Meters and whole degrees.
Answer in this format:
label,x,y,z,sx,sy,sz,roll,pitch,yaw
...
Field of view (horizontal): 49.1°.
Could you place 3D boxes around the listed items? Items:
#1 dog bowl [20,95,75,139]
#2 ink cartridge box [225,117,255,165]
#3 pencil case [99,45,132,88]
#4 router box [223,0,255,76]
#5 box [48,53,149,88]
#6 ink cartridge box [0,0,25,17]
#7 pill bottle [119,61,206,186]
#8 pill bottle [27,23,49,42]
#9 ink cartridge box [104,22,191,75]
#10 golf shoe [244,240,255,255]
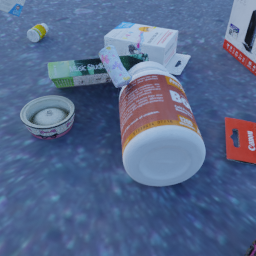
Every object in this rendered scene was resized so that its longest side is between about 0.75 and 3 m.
label,x,y,z,sx,sy,sz,roll,pitch,yaw
dog bowl,-1.955,-0.250,6.992,1.318,0.486,1.318,-1,41,0
ink cartridge box,3.766,0.198,6.267,2.924,0.736,1.593,9,42,9
pencil case,-0.274,-1.308,5.987,0.375,0.410,0.903,-22,81,-55
router box,4.184,-3.122,8.773,0.664,2.439,2.718,-9,42,-11
box,-0.837,-1.557,7.747,2.518,0.457,1.817,-9,3,-10
ink cartridge box,-2.960,-3.837,7.110,0.571,1.682,0.976,31,15,7
pill bottle,0.593,-0.272,6.178,1.571,1.571,2.801,-3,42,-3
pill bottle,-3.498,-3.760,10.969,0.504,0.504,0.893,11,42,12
ink cartridge box,0.720,-2.761,9.528,2.666,0.905,1.535,16,44,18
golf shoe,1.967,2.177,3.451,1.099,0.866,2.386,40,29,20
